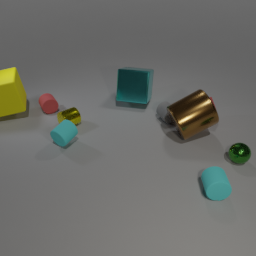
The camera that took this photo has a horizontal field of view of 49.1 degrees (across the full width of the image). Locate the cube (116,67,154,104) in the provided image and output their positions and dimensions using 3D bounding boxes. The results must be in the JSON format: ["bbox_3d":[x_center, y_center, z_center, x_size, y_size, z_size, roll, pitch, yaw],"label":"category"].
[{"bbox_3d":[0.336,-1.964,12.692,1.400,1.400,1.400,7,17,11],"label":"cube"}]

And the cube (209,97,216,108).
[{"bbox_3d":[3.075,-0.783,11.312,0.700,0.700,0.700,-20,1,35],"label":"cube"}]

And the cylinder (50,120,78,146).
[{"bbox_3d":[-2.266,0.178,9.949,0.700,0.700,0.700,19,47,27],"label":"cylinder"}]

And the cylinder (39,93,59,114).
[{"bbox_3d":[-3.468,-1.068,12.211,0.700,0.700,0.700,-16,36,-24],"label":"cylinder"}]

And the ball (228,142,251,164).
[{"bbox_3d":[3.661,0.825,9.183,0.700,0.700,0.700,0,32,0],"label":"ball"}]

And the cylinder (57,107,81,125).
[{"bbox_3d":[-2.345,-0.404,11.153,0.700,0.700,0.700,-26,40,-35],"label":"cylinder"}]

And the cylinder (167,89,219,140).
[{"bbox_3d":[2.337,-0.484,10.209,1.400,1.400,1.400,-28,34,3],"label":"cylinder"}]

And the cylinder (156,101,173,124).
[{"bbox_3d":[1.627,-0.639,11.486,0.700,0.700,0.700,-13,35,-20],"label":"cylinder"}]

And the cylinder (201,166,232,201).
[{"bbox_3d":[2.504,1.573,7.972,0.700,0.700,0.700,1,30,1],"label":"cylinder"}]

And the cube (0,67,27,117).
[{"bbox_3d":[-5.103,-1.451,11.514,1.400,1.400,1.400,-14,39,-8],"label":"cube"}]
